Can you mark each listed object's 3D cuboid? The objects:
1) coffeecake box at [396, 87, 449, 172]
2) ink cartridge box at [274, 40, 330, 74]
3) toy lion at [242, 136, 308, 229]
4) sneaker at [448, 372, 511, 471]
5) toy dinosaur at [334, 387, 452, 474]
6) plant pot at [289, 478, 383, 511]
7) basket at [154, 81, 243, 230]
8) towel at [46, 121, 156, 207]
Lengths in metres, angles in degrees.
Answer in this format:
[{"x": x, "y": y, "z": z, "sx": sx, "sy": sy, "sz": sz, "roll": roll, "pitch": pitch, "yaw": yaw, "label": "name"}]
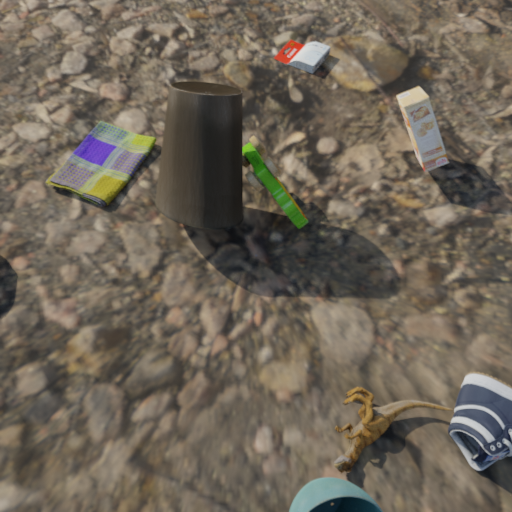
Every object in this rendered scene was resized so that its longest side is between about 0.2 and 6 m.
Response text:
[{"x": 3.325, "y": -2.548, "z": 11.220, "sx": 0.511, "sy": 1.399, "sz": 1.074, "roll": -20, "pitch": 23, "yaw": 15, "label": "coffeecake box"}, {"x": 1.133, "y": -5.008, "z": 13.809, "sx": 1.118, "sy": 0.264, "sz": 0.895, "roll": 27, "pitch": 60, "yaw": 16, "label": "ink cartridge box"}, {"x": 0.372, "y": -1.301, "z": 10.629, "sx": 0.579, "sy": 1.618, "sz": 1.688, "roll": -37, "pitch": 35, "yaw": 9, "label": "toy lion"}, {"x": 3.969, "y": 2.757, "z": 8.165, "sx": 2.315, "sy": 0.811, "sz": 1.256, "roll": 25, "pitch": 54, "yaw": 24, "label": "sneaker"}, {"x": 1.858, "y": 2.503, "z": 8.622, "sx": 1.987, "sy": 0.600, "sz": 1.055, "roll": -34, "pitch": 85, "yaw": -13, "label": "toy dinosaur"}, {"x": 0.985, "y": 3.523, "z": 7.509, "sx": 1.336, "sy": 1.336, "sz": 0.900, "roll": -11, "pitch": 15, "yaw": -8, "label": "plant pot"}, {"x": -0.957, "y": -1.869, "z": 10.036, "sx": 1.525, "sy": 2.242, "sz": 2.022, "roll": -12, "pitch": 32, "yaw": -34, "label": "basket"}, {"x": -3.213, "y": -1.981, "z": 11.762, "sx": 1.509, "sy": 0.239, "sz": 2.101, "roll": 22, "pitch": 59, "yaw": 15, "label": "towel"}]
